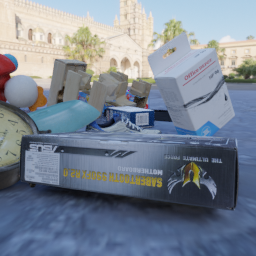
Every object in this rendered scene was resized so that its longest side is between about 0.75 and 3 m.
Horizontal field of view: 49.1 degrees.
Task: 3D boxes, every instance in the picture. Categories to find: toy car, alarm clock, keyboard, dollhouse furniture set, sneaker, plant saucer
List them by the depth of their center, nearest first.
[{"bbox_3d":[-1.685,0.125,3.014,1.555,0.518,1.049,22,38,-17],"label":"alarm clock"},{"bbox_3d":[-1.427,-0.091,4.704,1.922,0.345,1.922,-17,15,5],"label":"plant saucer"},{"bbox_3d":[-0.058,0.053,4.822,1.420,0.605,0.547,-2,9,-16],"label":"sneaker"},{"bbox_3d":[0.531,-0.472,8.972,2.755,0.353,1.654,4,10,31],"label":"keyboard"},{"bbox_3d":[-1.193,-0.989,9.379,2.893,1.882,2.657,25,22,25],"label":"dollhouse furniture set"},{"bbox_3d":[-4.426,-1.323,10.665,2.636,2.331,2.429,28,20,-5],"label":"toy car"}]

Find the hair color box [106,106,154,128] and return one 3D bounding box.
[{"bbox_3d":[0.021,-0.308,7.547,0.737,0.446,1.474,-4,10,-26],"label":"hair color box"}]

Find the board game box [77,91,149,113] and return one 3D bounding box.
[{"bbox_3d":[-1.036,-1.198,11.980,2.761,0.788,2.820,-7,11,-39],"label":"board game box"}]

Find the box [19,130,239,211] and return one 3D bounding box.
[{"bbox_3d":[0.139,0.315,3.023,1.960,0.474,1.552,3,1,20],"label":"box"}]

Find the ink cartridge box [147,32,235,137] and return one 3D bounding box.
[{"bbox_3d":[1.179,-0.717,5.064,1.037,1.787,0.606,-38,27,-20],"label":"ink cartridge box"}]
